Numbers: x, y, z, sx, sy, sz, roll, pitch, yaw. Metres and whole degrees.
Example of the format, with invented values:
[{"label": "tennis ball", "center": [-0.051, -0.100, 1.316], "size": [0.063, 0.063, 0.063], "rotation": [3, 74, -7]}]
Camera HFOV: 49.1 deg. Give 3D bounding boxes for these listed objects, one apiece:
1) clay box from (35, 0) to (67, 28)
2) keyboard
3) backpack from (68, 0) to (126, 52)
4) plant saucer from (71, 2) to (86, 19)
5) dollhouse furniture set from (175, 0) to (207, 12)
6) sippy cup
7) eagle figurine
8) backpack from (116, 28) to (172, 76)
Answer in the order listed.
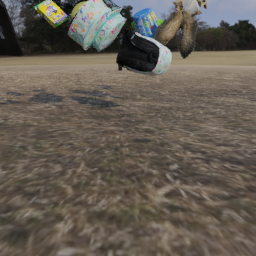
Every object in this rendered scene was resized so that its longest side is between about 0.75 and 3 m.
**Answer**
[{"label": "clay box", "center": [-2.562, -3.848, 9.269], "size": [0.573, 0.998, 0.237], "rotation": [-45, -3, -24]}, {"label": "keyboard", "center": [-4.334, -3.216, 9.092], "size": [1.369, 2.281, 0.293], "rotation": [3, 60, -2]}, {"label": "backpack", "center": [-0.984, -3.181, 8.698], "size": [1.299, 1.531, 1.725], "rotation": [44, 35, 3]}, {"label": "plant saucer", "center": [-1.607, -4.156, 10.409], "size": [1.004, 1.004, 0.156], "rotation": [-11, 48, -33]}, {"label": "dollhouse furniture set", "center": [2.498, -4.786, 11.482], "size": [1.050, 0.796, 1.198], "rotation": [-33, 43, -4]}, {"label": "sippy cup", "center": [0.691, -3.794, 10.310], "size": [1.380, 1.011, 1.084], "rotation": [-10, 37, 25]}, {"label": "eagle figurine", "center": [1.844, -3.439, 9.634], "size": [1.309, 1.734, 1.316], "rotation": [33, -7, -35]}, {"label": "backpack", "center": [0.551, -2.389, 9.145], "size": [1.702, 1.420, 1.077], "rotation": [30, 25, 35]}]
